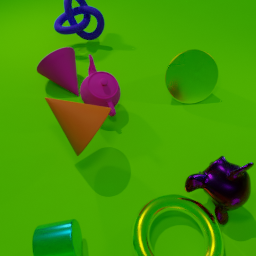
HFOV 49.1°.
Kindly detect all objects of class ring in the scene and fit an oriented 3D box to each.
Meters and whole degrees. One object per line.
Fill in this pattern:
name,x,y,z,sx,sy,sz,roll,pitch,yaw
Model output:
ring,0.958,2.143,5.461,1.814,0.363,1.814,2,54,-3

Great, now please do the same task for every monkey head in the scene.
monkey head,1.824,1.196,5.609,1.178,1.638,0.987,-10,35,-28

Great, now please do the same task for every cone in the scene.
cone,-1.304,-0.288,6.308,1.340,1.335,1.335,35,51,-9
cone,1.792,-1.746,8.855,1.583,1.583,1.589,-4,21,-3
cone,-1.887,-1.540,8.697,1.341,1.341,1.346,-31,85,-25

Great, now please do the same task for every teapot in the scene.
teapot,-0.751,-1.119,7.706,1.142,0.899,1.836,-19,76,-21

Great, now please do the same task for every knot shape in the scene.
knot shape,-1.788,-4.078,10.080,1.783,0.824,1.668,-6,86,-17

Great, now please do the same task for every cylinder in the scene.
cylinder,-1.303,2.146,5.262,0.736,0.736,0.736,-11,48,2
